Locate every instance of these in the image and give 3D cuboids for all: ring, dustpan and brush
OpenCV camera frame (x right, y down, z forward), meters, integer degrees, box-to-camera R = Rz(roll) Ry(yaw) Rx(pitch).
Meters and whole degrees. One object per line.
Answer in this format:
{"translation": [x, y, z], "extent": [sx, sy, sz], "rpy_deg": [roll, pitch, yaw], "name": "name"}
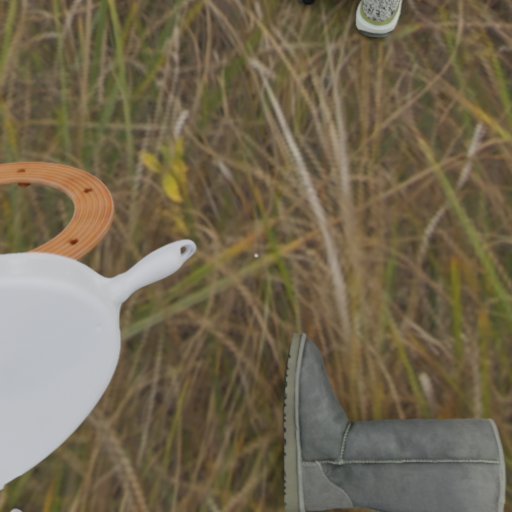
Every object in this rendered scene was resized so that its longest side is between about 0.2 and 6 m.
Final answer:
{"translation": [-2.752, -0.344, 6.054], "extent": [2.406, 0.231, 2.406], "rpy_deg": [1, 37, -1], "name": "ring"}
{"translation": [-1.471, 0.521, 4.708], "extent": [2.483, 0.711, 1.733], "rpy_deg": [-29, 115, -20], "name": "dustpan and brush"}

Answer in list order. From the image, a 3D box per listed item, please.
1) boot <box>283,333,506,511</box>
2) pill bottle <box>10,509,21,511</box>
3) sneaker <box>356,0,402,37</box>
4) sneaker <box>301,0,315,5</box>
{"translation": [1.659, 2.145, 6.971], "extent": [2.630, 0.954, 2.391], "rpy_deg": [-2, 87, 7], "name": "boot"}
{"translation": [-3.178, 3.472, 6.844], "extent": [0.715, 0.401, 0.401], "rpy_deg": [-32, 75, -10], "name": "pill bottle"}
{"translation": [2.212, -4.639, 9.068], "extent": [0.815, 0.939, 2.120], "rpy_deg": [13, 73, 4], "name": "sneaker"}
{"translation": [1.669, -4.925, 9.096], "extent": [2.545, 0.998, 1.145], "rpy_deg": [-23, 87, 17], "name": "sneaker"}
